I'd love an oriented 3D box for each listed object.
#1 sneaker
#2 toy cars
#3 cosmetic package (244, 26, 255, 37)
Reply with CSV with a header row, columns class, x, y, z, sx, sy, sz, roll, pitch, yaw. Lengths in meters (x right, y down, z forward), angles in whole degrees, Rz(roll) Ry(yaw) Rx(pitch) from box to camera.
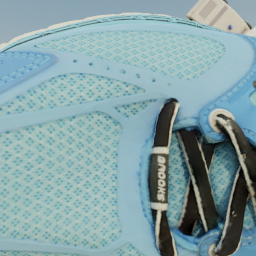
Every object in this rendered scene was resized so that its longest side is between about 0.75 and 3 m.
class,x,y,z,sx,sy,sz,roll,pitch,yaw
sneaker,0.695,0.065,1.026,2.796,1.096,1.257,-1,9,-12
toy cars,1.786,-1.048,5.019,1.208,2.695,0.597,-10,17,-3
cosmetic package,1.052,-0.493,2.648,0.767,0.539,1.511,-36,0,-9
